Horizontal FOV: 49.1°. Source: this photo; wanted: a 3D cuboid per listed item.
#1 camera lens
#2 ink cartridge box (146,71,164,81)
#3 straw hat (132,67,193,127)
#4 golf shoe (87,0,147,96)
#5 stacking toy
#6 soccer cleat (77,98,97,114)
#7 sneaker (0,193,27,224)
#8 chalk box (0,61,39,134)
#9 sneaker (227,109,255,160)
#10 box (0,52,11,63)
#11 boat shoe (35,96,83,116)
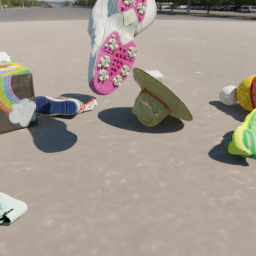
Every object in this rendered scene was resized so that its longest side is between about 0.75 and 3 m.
[{"bbox_3d":[0.026,-3.488,8.677,1.271,1.271,1.589,19,50,34],"label":"camera lens"},{"bbox_3d":[1.023,-2.525,13.566,1.176,0.259,1.198,-2,24,-5],"label":"ink cartridge box"},{"bbox_3d":[0.689,-0.642,8.573,1.051,2.483,2.483,-48,39,-4],"label":"straw hat"},{"bbox_3d":[-0.442,-2.109,6.587,1.305,2.852,1.074,8,-13,43],"label":"golf shoe"},{"bbox_3d":[4.446,-1.188,9.488,2.840,2.075,2.075,-1,20,39],"label":"stacking toy"},{"bbox_3d":[-1.413,-0.703,9.750,0.828,0.353,0.284,-44,28,-26],"label":"soccer cleat"},{"bbox_3d":[-2.359,1.474,5.119,0.863,0.318,0.509,10,21,15],"label":"sneaker"},{"bbox_3d":[-4.376,-0.824,8.281,2.812,1.755,1.743,-16,30,-31],"label":"chalk box"},{"bbox_3d":[3.393,0.218,7.382,0.980,0.869,2.345,31,40,24],"label":"sneaker"},{"bbox_3d":[-5.707,-1.977,10.967,2.279,1.489,2.267,-12,28,-24],"label":"box"},{"bbox_3d":[-2.388,-0.735,9.503,1.853,0.669,0.671,8,12,17],"label":"boat shoe"}]
